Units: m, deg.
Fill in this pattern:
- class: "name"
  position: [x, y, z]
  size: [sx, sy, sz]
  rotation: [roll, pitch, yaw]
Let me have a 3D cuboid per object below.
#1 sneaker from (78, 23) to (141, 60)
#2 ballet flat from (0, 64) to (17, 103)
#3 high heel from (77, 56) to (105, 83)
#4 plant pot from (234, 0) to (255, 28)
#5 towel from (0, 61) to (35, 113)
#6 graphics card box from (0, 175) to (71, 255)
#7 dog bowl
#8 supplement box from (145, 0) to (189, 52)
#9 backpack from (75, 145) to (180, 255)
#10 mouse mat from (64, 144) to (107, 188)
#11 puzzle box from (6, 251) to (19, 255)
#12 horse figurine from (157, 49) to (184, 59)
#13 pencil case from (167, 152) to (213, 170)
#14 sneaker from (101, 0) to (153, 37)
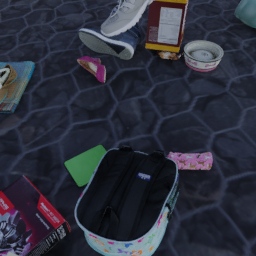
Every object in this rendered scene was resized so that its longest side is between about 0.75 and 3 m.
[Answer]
- class: "sneaker"
  position: [-0.652, -3.867, 11.517]
  size: [2.425, 0.922, 1.752]
  rotation: [21, 61, 7]
- class: "ballet flat"
  position: [-4.264, -1.517, 9.356]
  size: [0.615, 0.656, 1.814]
  rotation: [2, 46, 12]
- class: "high heel"
  position: [-1.329, -2.145, 10.193]
  size: [0.856, 0.601, 1.784]
  rotation: [-3, 41, -16]
- class: "plant pot"
  position: [6.157, -5.281, 12.248]
  size: [2.344, 2.344, 1.570]
  rotation: [-30, 76, -25]
- class: "towel"
  position: [-4.553, -1.536, 9.906]
  size: [1.943, 0.287, 2.649]
  rotation: [2, 47, 3]
- class: "graphics card box"
  position: [-2.824, 2.445, 5.929]
  size: [1.711, 0.694, 2.727]
  rotation: [36, 58, 28]
- class: "dog bowl"
  position: [2.882, -2.773, 10.869]
  size: [1.509, 0.557, 1.509]
  rotation: [0, 46, 0]
- class: "supplement box"
  position: [1.596, -4.357, 11.115]
  size: [1.334, 2.008, 1.981]
  rotation: [11, 36, 10]
- class: "backpack"
  position: [-0.001, 1.653, 5.973]
  size: [1.928, 1.635, 2.172]
  rotation: [10, 40, 22]
- class: "mouse mat"
  position: [-1.026, 1.008, 7.710]
  size: [1.249, 0.047, 1.005]
  rotation: [-27, 52, -21]
- class: "puzzle box"
  position: [-1.905, 3.672, 4.557]
  size: [1.756, 0.336, 2.639]
  rotation: [25, 56, 2]
- class: "horse figurine"
  position: [1.643, -2.964, 11.163]
  size: [1.239, 0.309, 0.821]
  rotation: [21, 47, 29]
- class: "pencil case"
  position: [1.649, 0.880, 7.528]
  size: [1.172, 0.507, 0.485]
  rotation: [0, 81, -1]
- class: "sneaker"
  position: [0.043, -3.795, 8.111]
  size: [2.587, 1.061, 0.967]
  rotation: [-47, 37, 3]
